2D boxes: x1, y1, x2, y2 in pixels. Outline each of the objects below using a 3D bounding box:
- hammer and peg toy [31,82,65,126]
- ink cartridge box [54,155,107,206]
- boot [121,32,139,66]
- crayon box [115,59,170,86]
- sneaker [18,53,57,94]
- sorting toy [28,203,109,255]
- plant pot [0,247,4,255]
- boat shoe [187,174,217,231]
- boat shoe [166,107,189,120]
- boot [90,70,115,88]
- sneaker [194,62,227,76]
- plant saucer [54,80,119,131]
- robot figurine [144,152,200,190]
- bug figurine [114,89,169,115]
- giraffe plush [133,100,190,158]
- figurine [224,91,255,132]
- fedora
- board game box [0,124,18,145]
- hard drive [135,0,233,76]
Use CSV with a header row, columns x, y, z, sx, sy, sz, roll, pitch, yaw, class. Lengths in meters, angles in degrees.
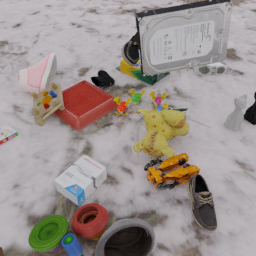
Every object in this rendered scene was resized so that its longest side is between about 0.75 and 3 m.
x,y,z,sx,sy,sz,roll,pitch,yaw,class
-3.239,-0.918,11.487,1.421,0.681,1.932,-25,51,8,hammer and peg toy
-1.496,1.654,9.054,1.001,0.577,1.379,27,49,26,ink cartridge box
0.686,-3.429,10.642,0.812,1.672,2.220,42,44,-15,boot
0.723,-3.162,14.310,2.471,0.637,1.553,30,50,30,crayon box
-4.364,-2.719,13.461,1.523,1.097,2.914,5,46,-2,sneaker
-1.481,2.941,7.592,2.189,0.899,1.315,-20,29,-4,sorting toy
-3.622,3.387,7.069,0.907,0.848,0.848,-12,42,-31,plant pot
2.210,2.170,8.425,0.673,0.662,1.806,-6,43,-6,boat shoe
1.740,-0.626,11.597,1.595,0.533,0.587,-7,43,-7,boat shoe
-1.334,-2.363,13.372,1.031,0.465,1.258,-15,47,-45,boot
4.120,-3.097,14.341,1.680,0.655,0.835,3,35,-11,sneaker
-2.021,-1.188,12.284,2.520,0.462,2.515,32,51,31,plant saucer
1.422,1.468,9.312,1.775,0.517,1.287,-17,45,-19,robot figurine
0.666,-1.021,11.946,2.335,0.601,1.811,10,36,21,bug figurine
1.103,0.284,9.871,1.814,2.103,1.705,-9,58,38,giraffe plush
4.648,-0.757,10.979,1.599,1.560,0.688,-17,45,-17,figurine
-0.137,2.939,7.312,1.644,1.454,0.742,-22,17,-15,fedora
-4.866,0.266,10.875,0.915,0.184,0.700,-34,52,-31,board game box
1.766,-2.859,8.969,2.901,2.027,0.549,-11,42,-4,hard drive
